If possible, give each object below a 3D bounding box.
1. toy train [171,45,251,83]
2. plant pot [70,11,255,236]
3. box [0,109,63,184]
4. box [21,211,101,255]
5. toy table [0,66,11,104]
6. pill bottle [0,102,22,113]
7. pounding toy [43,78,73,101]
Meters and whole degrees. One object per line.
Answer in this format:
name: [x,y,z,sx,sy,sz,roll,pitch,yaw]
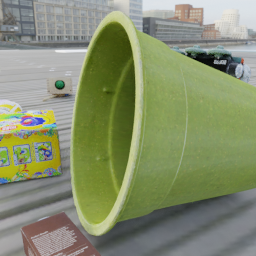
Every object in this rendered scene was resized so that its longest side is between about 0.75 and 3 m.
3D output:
toy train: [1.420,-1.139,5.435,1.036,0.775,1.818,1,10,-46]
plant pot: [0.693,0.061,3.867,2.455,2.586,2.586,7,15,-22]
box: [-1.963,0.276,5.065,1.353,0.857,1.405,-7,19,-17]
box: [-0.655,1.300,2.796,0.507,0.380,1.013,-13,24,-34]
toy table: [-4.713,-1.039,8.053,2.280,1.452,2.480,11,22,30]
pill bottle: [-3.002,-0.261,6.925,0.679,0.679,1.207,-2,18,-7]
pounding toy: [-2.649,-1.471,10.599,1.086,0.839,1.180,-3,8,-12]
